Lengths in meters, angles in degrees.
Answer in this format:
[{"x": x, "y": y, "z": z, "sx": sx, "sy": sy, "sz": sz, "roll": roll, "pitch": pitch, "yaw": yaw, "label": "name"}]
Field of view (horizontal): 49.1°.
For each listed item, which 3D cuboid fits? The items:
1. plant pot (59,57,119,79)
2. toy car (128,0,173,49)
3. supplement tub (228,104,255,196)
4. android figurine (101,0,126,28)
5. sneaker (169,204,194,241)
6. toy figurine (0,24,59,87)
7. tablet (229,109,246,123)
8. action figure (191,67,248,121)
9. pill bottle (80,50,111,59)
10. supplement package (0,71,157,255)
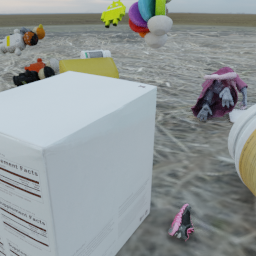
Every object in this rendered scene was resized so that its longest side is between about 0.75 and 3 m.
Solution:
[{"x": -1.163, "y": -1.093, "z": 9.319, "sx": 1.889, "sy": 1.902, "sz": 1.945, "roll": -8, "pitch": 34, "yaw": -16, "label": "plant pot"}, {"x": 0.672, "y": -3.521, "z": 8.849, "sx": 1.339, "sy": 1.563, "sz": 1.786, "roll": 5, "pitch": -12, "yaw": -2, "label": "toy car"}, {"x": 3.201, "y": 0.756, "z": 4.922, "sx": 2.021, "sy": 2.021, "sz": 2.794, "roll": -4, "pitch": 26, "yaw": -8, "label": "supplement tub"}, {"x": -0.564, "y": -4.603, "z": 11.220, "sx": 1.136, "sy": 1.248, "sz": 0.256, "roll": 2, "pitch": -19, "yaw": 34, "label": "android figurine"}, {"x": 1.027, "y": 1.710, "z": 5.038, "sx": 0.388, "sy": 0.322, "sz": 0.814, "roll": 31, "pitch": 34, "yaw": 13, "label": "sneaker"}, {"x": -4.458, "y": -3.380, "z": 13.140, "sx": 1.857, "sy": 2.627, "sz": 2.669, "roll": -13, "pitch": 24, "yaw": 4, "label": "toy figurine"}, {"x": 4.467, "y": -0.370, "z": 9.649, "sx": 1.877, "sy": 0.128, "sz": 1.221, "roll": 7, "pitch": 25, "yaw": 13, "label": "tablet"}, {"x": 3.179, "y": -1.545, "z": 9.982, "sx": 1.937, "sy": 2.154, "sz": 2.892, "roll": 4, "pitch": 38, "yaw": 30, "label": "action figure"}, {"x": -1.942, "y": -4.241, "z": 16.990, "sx": 1.712, "sy": 0.968, "sz": 0.968, "roll": -10, "pitch": 27, "yaw": -21, "label": "pill bottle"}, {"x": -0.947, "y": 0.704, "z": 4.401, "sx": 1.882, "sy": 2.560, "sz": 2.448, "roll": 15, "pitch": 28, "yaw": 28, "label": "supplement package"}]
